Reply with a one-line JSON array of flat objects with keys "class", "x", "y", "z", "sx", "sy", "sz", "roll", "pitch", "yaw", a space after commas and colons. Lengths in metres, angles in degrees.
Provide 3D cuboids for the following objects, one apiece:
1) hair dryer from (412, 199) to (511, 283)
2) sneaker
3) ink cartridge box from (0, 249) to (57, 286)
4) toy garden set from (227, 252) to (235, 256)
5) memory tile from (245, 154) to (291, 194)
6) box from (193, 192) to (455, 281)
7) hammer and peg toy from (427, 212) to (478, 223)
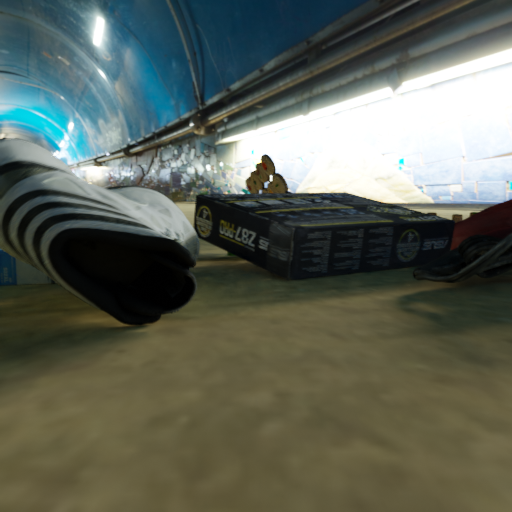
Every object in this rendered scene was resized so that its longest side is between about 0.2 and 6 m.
[{"class": "hair dryer", "x": 3.064, "y": -0.319, "z": 6.444, "sx": 2.855, "sy": 1.018, "sz": 3.748, "roll": -3, "pitch": 0, "yaw": 6}, {"class": "sneaker", "x": -1.033, "y": 0.090, "z": 4.905, "sx": 1.647, "sy": 1.080, "sz": 2.862, "roll": 37, "pitch": 7, "yaw": 25}, {"class": "ink cartridge box", "x": -2.308, "y": 0.074, "z": 6.187, "sx": 0.948, "sy": 0.397, "sz": 0.687, "roll": -1, "pitch": 7, "yaw": -13}, {"class": "toy garden set", "x": 0.272, "y": -0.467, "z": 9.224, "sx": 1.514, "sy": 0.362, "sz": 1.816, "roll": 1, "pitch": 20, "yaw": -4}, {"class": "memory tile", "x": 0.333, "y": -1.405, "z": 12.938, "sx": 0.169, "sy": 1.543, "sz": 2.013, "roll": -31, "pitch": -3, "yaw": -18}, {"class": "box", "x": 0.899, "y": -0.395, "z": 7.666, "sx": 2.820, "sy": 0.692, "sz": 2.273, "roll": -5, "pitch": 16, "yaw": -35}, {"class": "hammer and peg toy", "x": 3.490, "y": -0.482, "z": 10.020, "sx": 1.742, "sy": 0.614, "sz": 1.281, "roll": -1, "pitch": 7, "yaw": -10}]
